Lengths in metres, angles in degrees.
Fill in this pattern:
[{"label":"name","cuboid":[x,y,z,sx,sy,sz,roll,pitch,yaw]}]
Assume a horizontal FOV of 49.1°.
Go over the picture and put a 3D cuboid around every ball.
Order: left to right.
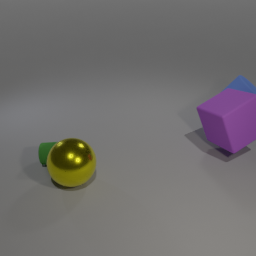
[{"label":"ball","cuboid":[-1.605,0.977,8.020,1.400,1.400,1.400,0,29,0]}]

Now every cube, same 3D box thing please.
[{"label":"cube","cuboid":[3.355,-0.282,9.131,1.400,1.400,1.400,-30,24,-10]}]

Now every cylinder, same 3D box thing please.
[{"label":"cylinder","cuboid":[-2.404,0.800,8.936,0.700,0.700,0.700,-4,29,0]},{"label":"cylinder","cuboid":[4.166,-1.011,10.531,1.400,1.400,1.400,31,30,-21]}]
